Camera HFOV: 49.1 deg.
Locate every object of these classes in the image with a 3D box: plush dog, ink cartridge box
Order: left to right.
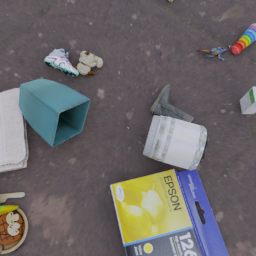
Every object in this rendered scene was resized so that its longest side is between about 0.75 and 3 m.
[{"bbox_3d":[-1.479,-2.277,9.958,0.938,0.753,0.806,27,100,10],"label":"plush dog"},{"bbox_3d":[1.144,2.680,8.137,2.812,0.661,2.779,-15,63,-2],"label":"ink cartridge box"}]

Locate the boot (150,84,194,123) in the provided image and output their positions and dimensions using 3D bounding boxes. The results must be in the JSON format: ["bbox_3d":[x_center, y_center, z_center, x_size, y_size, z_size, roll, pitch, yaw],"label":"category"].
[{"bbox_3d":[1.593,-0.656,9.462,1.382,0.502,1.257,29,88,16],"label":"boot"}]

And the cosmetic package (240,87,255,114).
[{"bbox_3d":[4.139,-0.894,9.247,0.444,1.047,0.563,-1,70,-3],"label":"cosmetic package"}]

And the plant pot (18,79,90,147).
[{"bbox_3d":[-2.456,-0.670,8.826,1.919,1.357,1.356,35,37,17],"label":"plant pot"}]

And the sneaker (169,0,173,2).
[{"bbox_3d":[1.782,-5.395,11.106,0.350,0.308,0.826,33,75,10],"label":"sneaker"}]

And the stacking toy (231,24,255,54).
[{"bbox_3d":[4.317,-3.227,10.306,1.324,0.565,0.565,-42,77,-8],"label":"stacking toy"}]

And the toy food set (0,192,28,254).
[{"bbox_3d":[-3.739,3.004,8.299,1.481,0.431,2.146,-8,72,-3],"label":"toy food set"}]

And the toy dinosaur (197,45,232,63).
[{"bbox_3d":[3.270,-2.867,10.219,0.953,0.551,1.050,-33,64,-27],"label":"toy dinosaur"}]

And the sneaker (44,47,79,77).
[{"bbox_3d":[-2.209,-2.478,10.036,1.368,0.532,0.957,27,75,8],"label":"sneaker"}]

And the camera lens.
[{"bbox_3d":[1.473,0.438,8.622,1.753,1.402,1.402,16,73,6],"label":"camera lens"}]

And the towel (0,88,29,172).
[{"bbox_3d":[-4.320,0.092,9.175,1.894,0.493,2.858,-12,71,-5],"label":"towel"}]
